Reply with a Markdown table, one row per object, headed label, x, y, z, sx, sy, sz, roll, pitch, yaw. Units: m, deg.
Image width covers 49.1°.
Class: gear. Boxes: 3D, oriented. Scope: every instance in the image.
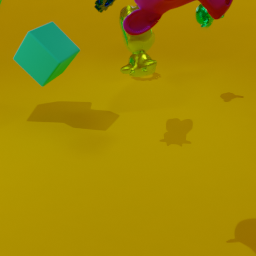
| label | x | y | z | sx | sy | sz | roll | pitch | yaw |
| --- | --- | --- | --- | --- | --- | --- | --- | --- | --- |
| gear | -0.722 | -4.886 | 10.453 | 0.233 | 1.260 | 1.260 | 46 | 38 | -3 |

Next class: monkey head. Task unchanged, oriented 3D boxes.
| label | x | y | z | sx | sy | sz | roll | pitch | yaw |
| --- | --- | --- | --- | --- | --- | --- | --- | --- | --- |
| monkey head | 0.461 | -1.262 | 2.464 | 0.820 | 1.140 | 0.687 | 35 | -8 | -21 |
| monkey head | 2.502 | -3.530 | 8.637 | 0.801 | 1.113 | 0.671 | -5 | -15 | 35 |

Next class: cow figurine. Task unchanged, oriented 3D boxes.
| label | x | y | z | sx | sy | sz | roll | pitch | yaw |
| --- | --- | --- | --- | --- | --- | --- | --- | --- | --- |
| cow figurine | 0.210 | -2.021 | 6.582 | 0.877 | 1.598 | 1.572 | -9 | 36 | 17 |

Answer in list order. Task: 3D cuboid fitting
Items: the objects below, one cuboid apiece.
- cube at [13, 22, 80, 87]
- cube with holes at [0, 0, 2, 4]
| label | x | y | z | sx | sy | sz | roll | pitch | yaw |
| --- | --- | --- | --- | --- | --- | --- | --- | --- | --- |
| cube | -2.191 | -2.004 | 7.616 | 1.078 | 1.078 | 1.078 | 45 | 39 | -9 |
| cube with holes | -3.990 | -3.409 | 7.168 | 1.280 | 1.280 | 1.280 | 18 | 43 | -32 |
